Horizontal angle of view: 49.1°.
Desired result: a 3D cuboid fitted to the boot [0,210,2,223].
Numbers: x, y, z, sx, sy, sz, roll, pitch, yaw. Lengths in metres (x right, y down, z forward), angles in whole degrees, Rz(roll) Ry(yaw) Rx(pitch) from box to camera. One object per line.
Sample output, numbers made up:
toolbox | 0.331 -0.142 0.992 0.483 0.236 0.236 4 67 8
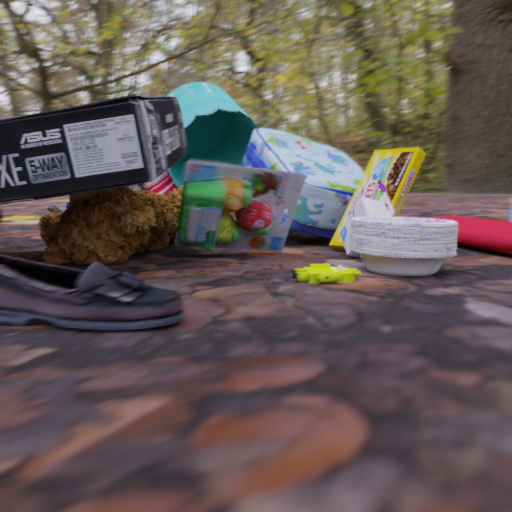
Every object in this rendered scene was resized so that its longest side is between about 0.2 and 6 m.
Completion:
boot | -4.997 -0.260 8.224 1.814 0.872 2.481 -9 15 3

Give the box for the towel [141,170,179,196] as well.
towel | -1.997 -1.574 11.913 0.290 2.579 1.865 -40 8 14

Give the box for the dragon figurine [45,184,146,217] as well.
dragon figurine | -2.983 -0.969 11.894 1.071 1.810 3.640 1 -11 21

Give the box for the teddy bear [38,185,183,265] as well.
teddy bear | -2.203 -0.679 9.408 2.660 1.225 3.668 2 8 25

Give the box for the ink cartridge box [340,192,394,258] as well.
ink cartridge box | 1.648 -0.487 8.396 0.317 0.935 0.542 11 40 -19

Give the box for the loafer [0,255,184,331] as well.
loafer | -1.504 0.286 4.696 1.806 0.569 0.649 1 8 8

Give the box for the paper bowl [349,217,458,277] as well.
paper bowl | 1.884 -0.134 7.241 1.349 0.701 1.349 0 8 0

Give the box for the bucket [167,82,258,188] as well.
bucket | -1.128 -2.556 12.342 2.335 2.335 1.519 -5 43 -30

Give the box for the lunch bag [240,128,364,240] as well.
lunch bag | 1.004 -1.420 10.915 2.309 1.184 2.872 10 28 -27

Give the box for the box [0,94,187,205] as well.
box | -3.005 -1.341 7.397 3.860 0.960 3.044 -8 16 3

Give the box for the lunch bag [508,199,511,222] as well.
lunch bag | 6.394 -0.907 12.027 1.798 0.922 2.236 6 10 28

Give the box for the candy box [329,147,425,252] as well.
candy box | 1.979 -0.909 9.209 0.255 1.930 0.986 35 -15 -32

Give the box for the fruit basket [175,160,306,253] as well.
fruit basket | -0.275 -0.638 8.429 1.758 1.629 0.824 9 43 -9

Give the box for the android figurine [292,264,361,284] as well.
android figurine | 0.847 0.218 6.721 0.795 0.163 0.723 -2 8 -1

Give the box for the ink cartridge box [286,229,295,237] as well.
ink cartridge box | 0.428 -0.818 11.753 0.472 0.827 1.592 7 10 40

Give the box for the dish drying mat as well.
dish drying mat | 4.286 -0.410 10.237 1.793 0.425 4.669 -3 8 -11
